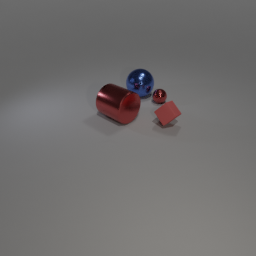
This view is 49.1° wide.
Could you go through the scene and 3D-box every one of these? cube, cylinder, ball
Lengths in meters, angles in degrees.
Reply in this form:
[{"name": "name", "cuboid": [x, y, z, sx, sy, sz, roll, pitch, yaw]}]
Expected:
[{"name": "cube", "cuboid": [1.643, -0.624, 11.541, 0.700, 0.700, 0.700, 56, 31, 6]}, {"name": "cylinder", "cuboid": [-0.416, -1.053, 11.977, 1.400, 1.400, 1.400, 26, 41, 35]}, {"name": "ball", "cuboid": [1.518, -1.535, 13.435, 0.700, 0.700, 0.700, 0, 32, 0]}, {"name": "ball", "cuboid": [0.597, -2.227, 13.857, 1.400, 1.400, 1.400, 0, 32, 0]}]
